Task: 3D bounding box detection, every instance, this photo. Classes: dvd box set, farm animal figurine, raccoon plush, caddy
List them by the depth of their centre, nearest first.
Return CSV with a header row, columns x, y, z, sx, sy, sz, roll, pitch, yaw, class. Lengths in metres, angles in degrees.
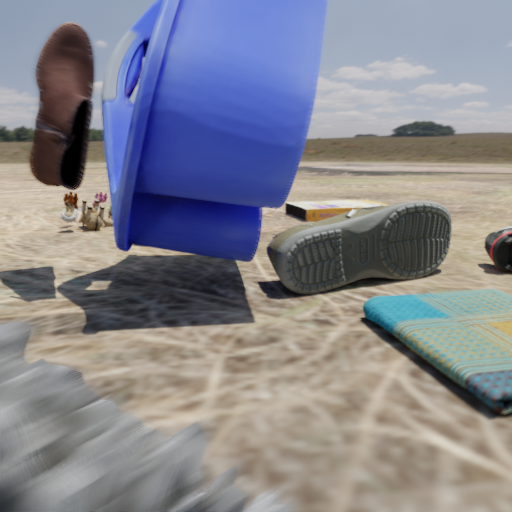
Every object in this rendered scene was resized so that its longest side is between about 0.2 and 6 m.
x,y,z,sx,sy,sz,roll,pitch,yaw,class
-0.028,1.100,0.098,3.621,1.752,2.426,-3,20,-17,raccoon plush
-0.703,-2.041,6.982,2.313,4.406,3.115,13,-28,-8,caddy
-3.443,-0.876,11.908,1.304,0.680,1.289,4,22,-17,farm animal figurine
1.975,-1.131,13.765,2.184,0.321,1.598,-4,12,-16,dvd box set

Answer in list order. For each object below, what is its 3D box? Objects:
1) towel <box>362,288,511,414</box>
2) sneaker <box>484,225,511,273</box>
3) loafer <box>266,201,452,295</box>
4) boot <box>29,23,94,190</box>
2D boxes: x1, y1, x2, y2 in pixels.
x,y,z,sx,sy,sz,roll,pitch,yaw,class
2.120,0.743,4.989,1.674,0.248,2.282,-3,13,-12,towel
4.218,-0.154,8.185,1.859,0.657,0.908,-2,14,-3,sneaker
1.400,-0.234,7.512,2.912,1.095,1.014,-6,18,-27,loafer
-2.287,-1.922,7.050,0.795,2.197,1.827,11,5,-33,boot
